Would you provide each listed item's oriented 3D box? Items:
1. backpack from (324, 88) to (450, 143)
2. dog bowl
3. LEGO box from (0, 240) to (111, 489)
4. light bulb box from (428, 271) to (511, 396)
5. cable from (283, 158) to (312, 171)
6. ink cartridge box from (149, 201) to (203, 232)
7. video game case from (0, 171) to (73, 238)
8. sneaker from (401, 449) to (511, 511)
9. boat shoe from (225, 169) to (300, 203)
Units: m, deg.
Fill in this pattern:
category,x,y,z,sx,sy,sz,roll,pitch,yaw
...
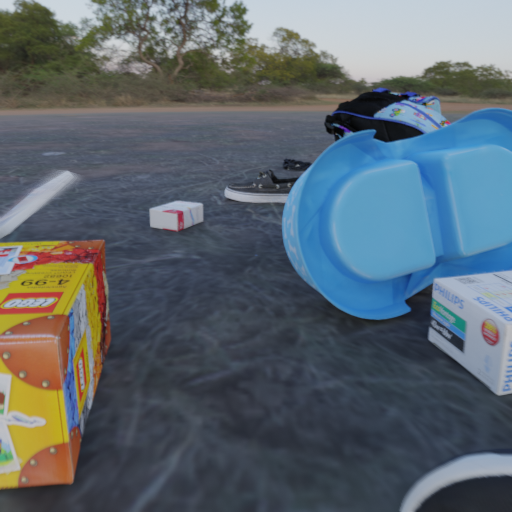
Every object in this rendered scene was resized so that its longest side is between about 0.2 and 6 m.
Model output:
category,x,y,z,sx,sy,sz,roll,pitch,yaw
backpack,2.963,-1.917,10.990,1.842,2.499,2.737,-33,34,-24
dog bowl,2.124,-0.575,7.292,3.977,2.217,0.986,-14,6,-20
LEGO box,-2.986,0.788,4.712,3.166,1.221,2.357,-2,18,-7
light bulb box,2.627,0.713,5.703,1.228,0.766,1.217,-5,19,-14
cable,1.324,-2.942,17.879,0.929,0.289,1.138,2,17,7
ink cartridge box,-1.555,-0.793,11.014,0.676,0.392,0.915,9,18,27
video game case,-3.610,-0.713,8.659,1.283,0.162,1.408,-13,33,46
sneaker,1.663,1.765,1.874,1.287,1.114,3.107,-15,23,-39
boat shoe,0.360,-1.659,13.121,2.251,0.746,0.787,5,19,16
